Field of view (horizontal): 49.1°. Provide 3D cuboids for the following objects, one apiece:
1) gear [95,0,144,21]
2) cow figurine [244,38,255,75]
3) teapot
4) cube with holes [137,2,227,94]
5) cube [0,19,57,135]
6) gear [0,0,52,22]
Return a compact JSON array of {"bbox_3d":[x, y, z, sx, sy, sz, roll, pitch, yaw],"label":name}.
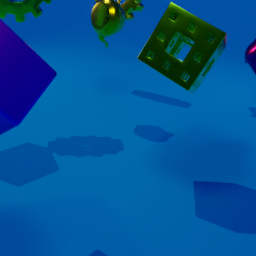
[{"bbox_3d":[-0.231,-4.112,8.285,1.796,1.796,0.332,20,26,30],"label":"gear"},{"bbox_3d":[3.315,-2.196,6.556,0.918,1.672,1.645,-21,75,-41],"label":"cow figurine"},{"bbox_3d":[-0.443,-2.550,6.635,0.868,1.395,0.683,39,31,30],"label":"teapot"},{"bbox_3d":[0.889,-1.207,4.466,0.930,0.930,0.930,36,14,13],"label":"cube with holes"},{"bbox_3d":[-1.478,-0.493,3.083,0.831,0.831,0.831,-17,38,44],"label":"cube"},{"bbox_3d":[-2.407,-3.132,5.898,1.649,1.649,0.305,-4,31,-7],"label":"gear"}]
